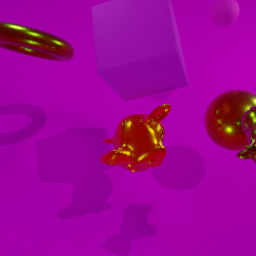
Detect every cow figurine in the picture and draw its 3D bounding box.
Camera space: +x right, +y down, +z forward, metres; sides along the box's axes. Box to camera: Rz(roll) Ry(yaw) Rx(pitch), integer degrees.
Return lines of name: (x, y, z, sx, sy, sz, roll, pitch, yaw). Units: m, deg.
cow figurine: (1.949, 0.118, 3.979, 0.703, 1.260, 1.281, -37, 46, 30)

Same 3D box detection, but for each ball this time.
ball: (2.436, -0.173, 6.320, 1.389, 1.389, 1.389, 0, 59, 0)
ball: (2.446, -2.939, 7.115, 0.716, 0.716, 0.716, 0, 59, 0)

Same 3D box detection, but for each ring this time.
ring: (-2.237, -1.936, 6.409, 2.033, 2.033, 0.407, 13, 95, 8)

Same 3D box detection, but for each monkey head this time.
monkey head: (0.050, 0.246, 5.599, 1.398, 1.944, 1.171, 9, 61, -42)

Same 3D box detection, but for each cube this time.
cube: (0.264, -1.500, 5.279, 1.392, 1.392, 1.392, -12, 73, 16)
